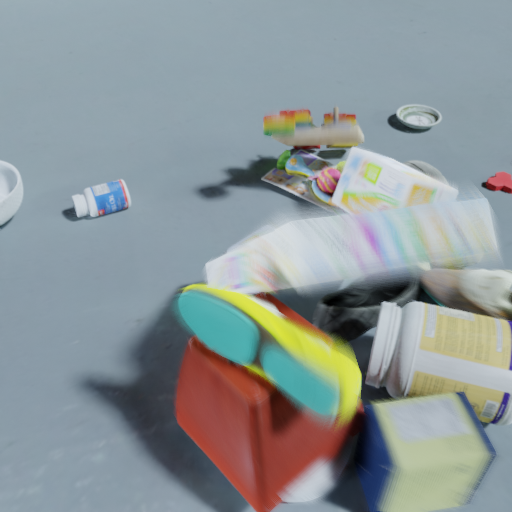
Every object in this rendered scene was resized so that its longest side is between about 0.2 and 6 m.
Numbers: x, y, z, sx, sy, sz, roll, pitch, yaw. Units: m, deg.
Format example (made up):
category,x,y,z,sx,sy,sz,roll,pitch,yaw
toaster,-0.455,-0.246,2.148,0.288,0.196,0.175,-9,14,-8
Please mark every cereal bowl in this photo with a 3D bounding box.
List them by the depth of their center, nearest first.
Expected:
category,x,y,z,sx,sy,sz,roll,pitch,yaw
cereal bowl,-5.468,-1.015,10.784,1.979,0.824,1.979,0,42,0

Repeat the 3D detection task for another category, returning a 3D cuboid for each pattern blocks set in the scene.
category,x,y,z,sx,sy,sz,roll,pitch,yaw
pattern blocks set,6.492,-1.569,11.858,2.677,0.217,2.353,-28,49,-28

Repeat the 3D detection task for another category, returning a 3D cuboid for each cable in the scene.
category,x,y,z,sx,sy,sz,roll,pitch,yaw
cable,0.399,2.322,7.232,1.661,0.575,1.662,8,42,3

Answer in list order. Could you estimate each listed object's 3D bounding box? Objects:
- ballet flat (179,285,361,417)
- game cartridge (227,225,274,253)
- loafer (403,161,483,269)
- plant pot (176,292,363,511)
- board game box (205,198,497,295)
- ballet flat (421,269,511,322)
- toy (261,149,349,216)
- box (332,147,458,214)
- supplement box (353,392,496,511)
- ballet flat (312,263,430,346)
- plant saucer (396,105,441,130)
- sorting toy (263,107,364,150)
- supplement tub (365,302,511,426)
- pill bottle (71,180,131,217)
category,x,y,z,sx,sy,sz,roll,pitch,yaw
ballet flat,0.158,0.881,5.801,2.109,0.705,0.707,30,34,25
game cartridge,0.094,-0.142,10.295,1.082,0.219,0.721,-34,55,-32
loafer,3.188,-0.857,10.477,1.001,1.003,2.868,-13,40,-4
plant pot,0.098,1.521,6.689,1.775,1.566,1.777,-31,45,-27
board game box,0.962,0.026,7.694,2.494,3.710,0.635,-8,85,-20
ballet flat,3.859,0.787,8.475,2.805,0.943,0.955,36,46,25
toy,1.600,-1.615,11.595,2.647,0.625,1.524,26,48,27
box,2.373,-1.049,9.909,1.025,1.137,2.021,11,19,-25
supplement box,1.938,2.384,6.675,1.245,1.246,0.836,-6,42,-7
ballet flat,1.979,0.571,9.046,2.683,0.762,0.891,-31,49,-32
plant saucer,3.990,-3.371,13.821,1.091,0.274,1.091,0,41,0
sorting toy,1.305,-2.602,11.343,1.649,0.579,3.421,1,5,15
supplement tub,2.566,1.408,7.650,1.923,1.398,1.398,12,43,13
pill bottle,-3.063,-1.106,11.074,1.044,0.586,0.586,-19,45,-18
